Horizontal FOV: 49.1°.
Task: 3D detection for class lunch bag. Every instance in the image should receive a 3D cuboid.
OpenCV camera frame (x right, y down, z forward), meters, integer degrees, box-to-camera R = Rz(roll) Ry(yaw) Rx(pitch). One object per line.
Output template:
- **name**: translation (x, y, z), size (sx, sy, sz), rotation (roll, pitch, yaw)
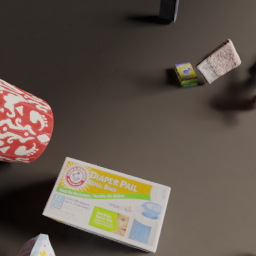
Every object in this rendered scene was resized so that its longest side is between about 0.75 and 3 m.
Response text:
- **lunch bag**: translation (-1.671, 2.595, 4.648), size (0.808, 1.078, 1.271), rotation (19, 103, -7)

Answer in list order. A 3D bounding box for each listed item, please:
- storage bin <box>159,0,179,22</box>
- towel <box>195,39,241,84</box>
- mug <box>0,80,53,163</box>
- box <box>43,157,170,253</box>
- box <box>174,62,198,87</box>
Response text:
- **storage bin**: translation (1.334, -3.970, 9.135), size (0.552, 0.821, 0.598), rotation (13, 50, 10)
- **towel**: translation (2.385, -1.703, 7.386), size (1.040, 1.089, 0.176), rotation (-35, 55, 19)
- **mug**: translation (-3.261, -0.509, 5.684), size (1.951, 2.924, 2.595), rotation (-48, 53, 14)
- **box**: translation (-0.372, 1.544, 5.589), size (2.155, 1.092, 1.212), rotation (14, 67, 9)
- **box**: translation (1.664, -1.521, 8.015), size (0.465, 0.192, 0.793), rotation (-11, 57, -7)
